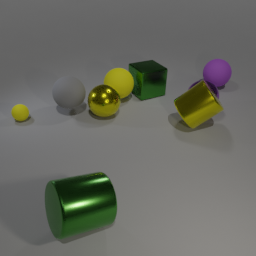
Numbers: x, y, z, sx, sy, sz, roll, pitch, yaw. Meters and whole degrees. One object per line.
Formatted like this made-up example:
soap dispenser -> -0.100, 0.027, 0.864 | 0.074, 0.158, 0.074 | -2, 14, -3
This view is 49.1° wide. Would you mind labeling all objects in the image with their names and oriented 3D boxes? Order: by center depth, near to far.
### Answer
cylinder -> -1.202, 1.896, 7.022 | 1.400, 1.400, 1.400 | -5, 31, -32
cylinder -> 2.753, -0.911, 10.959 | 1.400, 1.400, 1.400 | -35, 26, 21
ball -> -4.510, -0.646, 11.728 | 0.700, 0.700, 0.700 | 0, 33, 0
ball -> -1.010, -1.154, 11.889 | 1.400, 1.400, 1.400 | 0, 33, 0
ball -> -2.514, -1.508, 11.957 | 1.400, 1.400, 1.400 | 0, 33, 0
ball -> 3.255, -1.385, 12.234 | 1.400, 1.400, 1.400 | 0, 33, 0
ball -> -0.431, -2.073, 12.999 | 1.400, 1.400, 1.400 | 0, 33, 0
cube -> 0.938, -2.377, 13.724 | 1.400, 1.400, 1.400 | -15, 36, -23
ball -> 4.525, -2.798, 14.229 | 1.400, 1.400, 1.400 | 0, 33, 0
